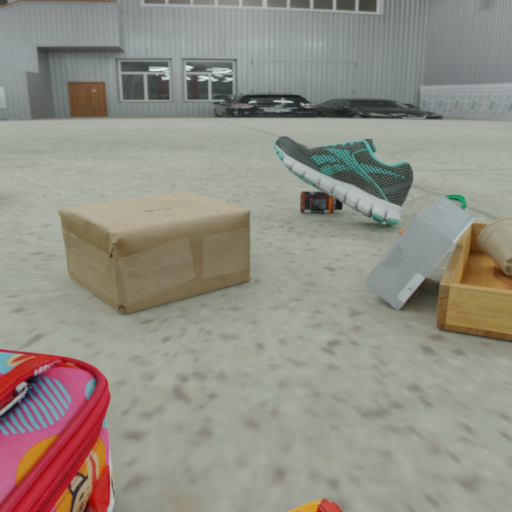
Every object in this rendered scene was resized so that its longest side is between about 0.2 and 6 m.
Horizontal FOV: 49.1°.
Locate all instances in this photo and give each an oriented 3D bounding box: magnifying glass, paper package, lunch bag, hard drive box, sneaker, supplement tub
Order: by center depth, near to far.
[{"bbox_3d":[-1.868,1.399,2.443,2.477,1.152,2.812,7,18,8],"label":"lunch bag"},{"bbox_3d":[2.067,-0.076,7.017,0.540,1.096,1.407,40,31,15],"label":"hard drive box"},{"bbox_3d":[-1.352,-0.166,7.558,2.021,1.046,1.927,-14,22,-36],"label":"paper package"},{"bbox_3d":[2.863,-0.634,9.089,1.263,0.141,0.502,-30,33,-13],"label":"magnifying glass"},{"bbox_3d":[1.724,-1.754,10.831,2.912,1.328,1.130,31,5,16],"label":"sneaker"},{"bbox_3d":[1.361,-1.116,11.702,0.876,0.468,0.468,1,17,3],"label":"supplement tub"}]

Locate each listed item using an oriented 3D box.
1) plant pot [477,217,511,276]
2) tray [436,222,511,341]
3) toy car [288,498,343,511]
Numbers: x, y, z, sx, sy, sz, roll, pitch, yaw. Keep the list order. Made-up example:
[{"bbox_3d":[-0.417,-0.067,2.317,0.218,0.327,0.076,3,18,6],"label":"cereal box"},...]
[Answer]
[{"bbox_3d":[3.403,-0.074,7.474,0.668,0.668,0.612,-2,40,-5],"label":"plant pot"},{"bbox_3d":[3.321,0.230,7.083,1.580,0.593,3.203,7,17,23],"label":"tray"},{"bbox_3d":[0.402,1.709,1.826,1.168,0.792,2.381,-2,16,-7],"label":"toy car"}]
